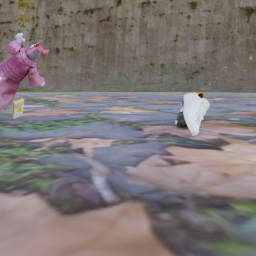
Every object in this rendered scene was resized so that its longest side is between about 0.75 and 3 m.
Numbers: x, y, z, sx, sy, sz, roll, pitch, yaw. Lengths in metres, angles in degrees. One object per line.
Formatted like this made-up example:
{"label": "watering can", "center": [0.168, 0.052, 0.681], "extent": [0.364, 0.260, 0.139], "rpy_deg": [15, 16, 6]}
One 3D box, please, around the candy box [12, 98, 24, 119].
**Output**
{"label": "candy box", "center": [-3.819, -0.668, 9.732], "extent": [0.100, 0.757, 0.387], "rpy_deg": [41, 42, 19]}

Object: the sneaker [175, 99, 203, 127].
{"label": "sneaker", "center": [1.864, -0.565, 8.436], "extent": [0.710, 0.967, 2.137], "rpy_deg": [1, 9, 21]}

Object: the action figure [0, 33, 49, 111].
{"label": "action figure", "center": [-3.739, -1.886, 8.910], "extent": [2.783, 1.864, 2.072], "rpy_deg": [-35, 7, 21]}

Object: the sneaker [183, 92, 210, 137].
{"label": "sneaker", "center": [1.710, -0.424, 6.914], "extent": [0.603, 0.519, 1.424], "rpy_deg": [-16, 43, 23]}
